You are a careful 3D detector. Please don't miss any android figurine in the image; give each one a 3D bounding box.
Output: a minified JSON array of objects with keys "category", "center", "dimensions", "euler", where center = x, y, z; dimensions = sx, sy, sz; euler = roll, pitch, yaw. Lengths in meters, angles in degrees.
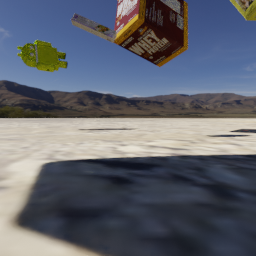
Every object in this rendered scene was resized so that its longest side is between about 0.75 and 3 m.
[{"category":"android figurine","center":[-2.942,-2.476,9.647],"dimensions":[1.662,1.513,0.341],"euler":[6,-42,-27]}]

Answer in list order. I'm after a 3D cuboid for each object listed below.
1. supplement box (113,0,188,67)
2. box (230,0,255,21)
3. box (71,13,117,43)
[{"category":"supplement box","center":[0.759,-3.400,8.973],"dimensions":[1.983,1.956,1.317],"euler":[20,-27,-31]},{"category":"box","center":[2.647,-3.573,6.822],"dimensions":[0.819,2.176,0.545],"euler":[-16,-23,-35]},{"category":"box","center":[-0.902,-2.668,7.469],"dimensions":[1.258,0.243,0.261],"euler":[25,-14,6]}]
